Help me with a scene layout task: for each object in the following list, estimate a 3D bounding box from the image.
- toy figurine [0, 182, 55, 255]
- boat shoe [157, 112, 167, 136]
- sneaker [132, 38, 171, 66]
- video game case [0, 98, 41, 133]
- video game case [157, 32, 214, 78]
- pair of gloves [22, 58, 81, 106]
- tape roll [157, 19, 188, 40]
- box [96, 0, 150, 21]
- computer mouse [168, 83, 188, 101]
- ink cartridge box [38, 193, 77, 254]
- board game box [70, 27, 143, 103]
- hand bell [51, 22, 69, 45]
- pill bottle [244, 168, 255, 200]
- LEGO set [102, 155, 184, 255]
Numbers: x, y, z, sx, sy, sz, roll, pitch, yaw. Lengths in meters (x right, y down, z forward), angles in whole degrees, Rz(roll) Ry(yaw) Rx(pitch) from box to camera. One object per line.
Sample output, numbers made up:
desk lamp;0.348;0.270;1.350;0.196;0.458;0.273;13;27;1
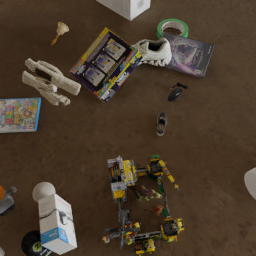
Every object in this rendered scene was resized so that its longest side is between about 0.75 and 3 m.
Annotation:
toy figurine;-3.019;2.570;7.665;2.124;1.501;2.158;4;53;-2
boat shoe;1.231;-0.208;10.242;0.365;0.298;0.988;12;59;7
sneaker;0.355;-3.053;11.385;2.809;1.138;1.055;-10;71;4
video game case;-4.388;-0.488;10.485;2.045;0.182;1.463;-3;58;-1
video game case;2.316;-3.141;11.925;2.295;0.218;1.640;19;73;10
pair of gloves;-2.617;-1.401;9.210;1.839;2.163;0.379;34;65;-16
tape roll;2.034;-4.427;12.845;1.412;0.339;1.412;0;59;0
box;-0.265;-6.567;13.691;2.401;1.170;1.494;39;66;21
computer mouse;1.804;-1.448;10.861;0.954;0.220;0.670;-40;40;-10
ink cartridge box;-1.810;2.444;7.178;0.516;0.893;1.231;-25;48;5
board game box;-0.870;-2.445;10.897;1.892;0.649;2.288;42;95;24
hand bell;-3.208;-4.195;12.706;0.567;0.567;1.088;24;73;14
pill bottle;4.985;1.333;8.606;2.573;1.429;1.429;-21;60;-13
LEGO set;0.425;1.961;8.060;2.249;1.695;2.925;-1;58;-1
